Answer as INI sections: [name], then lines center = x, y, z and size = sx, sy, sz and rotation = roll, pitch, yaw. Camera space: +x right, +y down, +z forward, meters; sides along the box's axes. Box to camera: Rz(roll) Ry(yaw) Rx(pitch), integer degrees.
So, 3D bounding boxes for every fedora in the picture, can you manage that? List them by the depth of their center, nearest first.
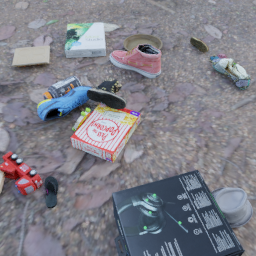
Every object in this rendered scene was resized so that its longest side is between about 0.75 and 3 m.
[fedora]
center = 3.099, 2.257, 8.473
size = 1.508, 0.681, 1.334
rotation = -17, 48, -15

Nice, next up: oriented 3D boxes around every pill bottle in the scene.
[pill bottle]
center = -2.836, -1.562, 12.047
size = 1.596, 0.848, 0.848
rotation = -34, 55, -28

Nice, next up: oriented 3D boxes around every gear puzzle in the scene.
[gear puzzle]
center = 4.961, -3.183, 14.016
size = 1.027, 0.260, 1.984
rotation = -18, 49, -16

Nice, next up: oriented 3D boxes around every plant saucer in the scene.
[plant saucer]
center = 0.800, -4.488, 15.248
size = 2.143, 0.316, 2.143
rotation = 0, 45, 0

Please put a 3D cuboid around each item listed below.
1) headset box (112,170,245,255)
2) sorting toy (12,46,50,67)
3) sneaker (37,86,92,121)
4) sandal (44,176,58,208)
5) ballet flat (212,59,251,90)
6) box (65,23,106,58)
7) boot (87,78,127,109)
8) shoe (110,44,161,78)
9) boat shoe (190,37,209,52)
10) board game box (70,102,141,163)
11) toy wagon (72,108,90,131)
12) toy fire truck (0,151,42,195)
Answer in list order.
[headset box]
center = 1.058, 2.765, 7.528
size = 2.843, 1.319, 2.475
rotation = -13, 48, -12
[sorting toy]
center = -4.964, -3.677, 14.485
size = 1.795, 0.354, 1.939
rotation = -7, 42, -7
[sneaker]
center = -2.420, -0.932, 11.430
size = 2.486, 0.819, 0.975
rotation = -24, 45, -17
[sandal]
center = -2.464, 1.991, 9.007
size = 0.438, 0.279, 1.165
rotation = -11, 47, -10
[ballet flat]
center = 4.885, -2.783, 13.143
size = 0.837, 0.837, 2.328
rotation = -22, 54, -20
[box]
center = -2.335, -4.913, 15.500
size = 2.117, 0.533, 2.933
rotation = -4, 45, -4
[boot]
center = -0.630, -1.445, 11.433
size = 1.752, 0.641, 1.319
rotation = 17, 39, 21
[shoe]
center = 0.346, -3.528, 13.610
size = 2.897, 1.318, 1.035
rotation = 27, 52, 24
[boat shoe]
center = 3.949, -4.562, 15.191
size = 0.453, 0.483, 1.342
rotation = -18, 49, -26
[board game box]
center = -0.788, 0.062, 10.681
size = 1.761, 0.538, 2.325
rotation = 19, 49, 17
[toy wagon]
center = -1.736, -0.371, 10.885
size = 0.226, 0.884, 1.140
rotation = 37, 32, 0
[toy fire truck]
center = -4.116, 1.609, 9.185
size = 2.273, 0.554, 1.603
rotation = 31, 54, 26
